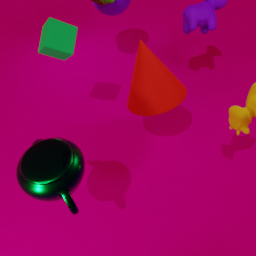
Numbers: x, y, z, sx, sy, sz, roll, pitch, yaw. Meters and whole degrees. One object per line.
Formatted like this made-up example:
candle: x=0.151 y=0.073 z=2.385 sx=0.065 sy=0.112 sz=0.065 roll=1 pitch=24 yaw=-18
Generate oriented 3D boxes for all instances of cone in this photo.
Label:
cone: x=0.501 y=-1.381 z=6.752 sx=1.570 sy=1.576 sz=1.570 roll=-14 pitch=35 yaw=10

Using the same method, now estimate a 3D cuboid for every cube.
cube: x=-1.717 y=-2.142 z=6.834 sx=0.701 sy=0.701 sz=0.701 roll=11 pitch=85 yaw=-29

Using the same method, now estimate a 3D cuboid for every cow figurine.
cow figurine: x=2.256 y=-3.560 z=8.352 sx=1.420 sy=0.779 sz=1.397 roll=-6 pitch=96 yaw=-17
cow figurine: x=2.353 y=-0.324 z=5.139 sx=0.994 sy=0.979 sz=0.546 roll=4 pitch=29 yaw=-25

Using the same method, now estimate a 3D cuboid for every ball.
ball: x=-0.556 y=-4.504 z=9.396 sx=1.376 sy=1.376 sz=1.376 roll=0 pitch=52 yaw=0

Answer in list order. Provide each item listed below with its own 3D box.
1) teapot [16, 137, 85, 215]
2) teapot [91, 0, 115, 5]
teapot: x=-1.379 y=0.766 z=5.124 sx=1.196 sy=0.942 sz=1.924 roll=-29 pitch=55 yaw=-17
teapot: x=-0.845 y=-4.136 z=8.439 sx=1.357 sy=0.664 sz=0.844 roll=23 pitch=5 yaw=-25
